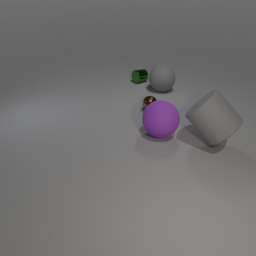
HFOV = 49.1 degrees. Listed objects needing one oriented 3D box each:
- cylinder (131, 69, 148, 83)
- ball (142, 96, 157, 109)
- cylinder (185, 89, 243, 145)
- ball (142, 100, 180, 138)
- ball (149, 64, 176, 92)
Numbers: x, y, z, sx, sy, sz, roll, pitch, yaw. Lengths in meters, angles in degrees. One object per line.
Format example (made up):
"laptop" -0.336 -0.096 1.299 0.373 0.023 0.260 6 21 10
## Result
"cylinder" 0.669 -2.971 15.954 0.700 0.700 0.700 -17 33 -38
"ball" 1.001 -1.122 12.782 0.700 0.700 0.700 0 30 0
"cylinder" 2.966 -0.368 9.708 1.400 1.400 1.400 48 39 -3
"ball" 1.235 -0.342 10.507 1.400 1.400 1.400 0 30 0
"ball" 1.797 -2.621 14.711 1.400 1.400 1.400 0 30 0
